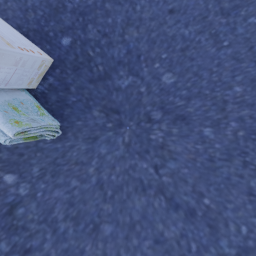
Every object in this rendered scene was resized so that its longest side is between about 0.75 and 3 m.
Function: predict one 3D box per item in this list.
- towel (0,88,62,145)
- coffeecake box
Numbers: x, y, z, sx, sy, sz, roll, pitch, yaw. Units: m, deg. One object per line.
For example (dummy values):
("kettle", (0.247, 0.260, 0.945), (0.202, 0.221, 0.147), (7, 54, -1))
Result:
("towel", (-2.778, -0.536, 6.376), (2.303, 1.971, 0.555), (40, 101, 11))
("coffeecake box", (-3.300, -1.861, 6.198), (2.097, 2.732, 0.998), (38, 103, 5))
